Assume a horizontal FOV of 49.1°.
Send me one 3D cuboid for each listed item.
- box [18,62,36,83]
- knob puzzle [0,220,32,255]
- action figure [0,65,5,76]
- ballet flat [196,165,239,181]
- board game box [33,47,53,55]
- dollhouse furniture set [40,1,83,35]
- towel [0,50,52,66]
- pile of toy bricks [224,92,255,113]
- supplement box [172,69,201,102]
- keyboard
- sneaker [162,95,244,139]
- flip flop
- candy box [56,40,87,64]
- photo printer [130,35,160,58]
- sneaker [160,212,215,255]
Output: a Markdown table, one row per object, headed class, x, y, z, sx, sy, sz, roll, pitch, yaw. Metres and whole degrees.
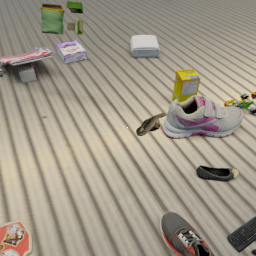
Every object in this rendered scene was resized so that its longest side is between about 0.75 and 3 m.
| class | x | y | z | sx | sy | sz | roll | pitch | yaw |
| --- | --- | --- | --- | --- | --- | --- | --- | --- | --- |
| box | -4.704 | -2.636 | 13.049 | 0.664 | 0.566 | 1.039 | -14 | 43 | -12 |
| knob puzzle | -3.024 | 2.858 | 6.943 | 1.519 | 0.211 | 1.519 | 0 | 40 | 0 |
| action figure | -6.451 | -2.753 | 13.318 | 1.275 | 0.442 | 0.830 | 21 | 39 | 18 |
| ballet flat | 2.748 | 1.361 | 8.563 | 1.285 | 0.365 | 0.427 | 1 | 41 | 1 |
| board game box | -4.518 | -4.093 | 14.873 | 0.760 | 0.157 | 0.761 | 34 | 30 | 33 |
| dollhouse furniture set | -2.336 | -3.794 | 9.688 | 1.518 | 0.994 | 0.762 | 3 | 12 | -3 |
| towel | -4.963 | -3.357 | 13.365 | 1.928 | 0.304 | 2.676 | -23 | 26 | -30 |
| pile of toy bricks | 4.579 | -0.969 | 11.121 | 1.556 | 0.863 | 0.768 | -25 | 16 | -4 |
| supplement box | 2.301 | -1.557 | 11.183 | 0.749 | 1.377 | 0.754 | -7 | 41 | -10 |
| keyboard | 3.177 | 2.774 | 7.116 | 1.191 | 0.123 | 0.757 | -24 | 46 | -24 |
| sneaker | 2.743 | -0.473 | 9.958 | 2.988 | 1.318 | 1.215 | -7 | 41 | -8 |
| flip flop | 0.623 | -0.048 | 7.255 | 0.501 | 0.356 | 1.235 | -22 | 13 | 37 |
| candy box | -2.973 | -4.001 | 14.684 | 1.205 | 0.514 | 1.437 | -18 | 44 | -20 |
| photo printer | 0.891 | -4.483 | 15.159 | 1.495 | 0.624 | 1.797 | -1 | 41 | -1 |
| sneaker | 1.543 | 2.732 | 6.550 | 0.852 | 0.906 | 2.212 | -19 | 44 | -21 |
